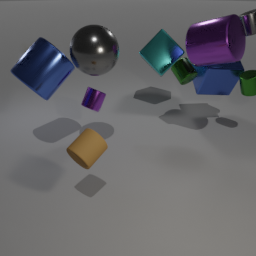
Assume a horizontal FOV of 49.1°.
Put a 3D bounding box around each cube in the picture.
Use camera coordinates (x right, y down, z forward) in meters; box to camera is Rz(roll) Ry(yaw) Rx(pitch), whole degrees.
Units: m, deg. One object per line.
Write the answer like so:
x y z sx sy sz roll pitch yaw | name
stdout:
3.395 -2.251 10.907 1.400 1.400 1.400 1 55 -8 | cube
1.493 -3.285 12.458 1.400 1.400 1.400 45 10 -2 | cube

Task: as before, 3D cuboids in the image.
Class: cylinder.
4.136 -3.515 9.330 0.700 0.700 0.700 -20 20 8 | cylinder
2.776 -2.721 8.874 1.400 1.400 1.400 3 23 43 | cylinder
-1.216 -1.015 9.919 0.700 0.700 0.700 22 5 -2 | cylinder
-2.617 -1.811 8.684 1.400 1.400 1.400 -51 43 -4 | cylinder
4.342 -1.594 9.933 0.700 0.700 0.700 -15 33 10 | cylinder
-0.954 0.485 6.558 0.700 0.700 0.700 23 60 36 | cylinder
1.987 -1.999 9.895 0.700 0.700 0.700 -19 71 -31 | cylinder

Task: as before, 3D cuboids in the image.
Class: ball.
-0.943 -2.186 7.930 1.400 1.400 1.400 0 28 0 | ball
